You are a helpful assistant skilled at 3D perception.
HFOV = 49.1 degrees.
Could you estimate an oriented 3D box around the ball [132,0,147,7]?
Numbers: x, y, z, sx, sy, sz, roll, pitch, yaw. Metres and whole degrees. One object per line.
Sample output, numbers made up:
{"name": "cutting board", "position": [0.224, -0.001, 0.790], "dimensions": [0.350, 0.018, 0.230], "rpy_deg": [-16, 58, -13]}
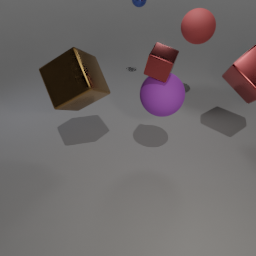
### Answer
{"name": "ball", "position": [0.522, -6.012, 13.064], "dimensions": [0.700, 0.700, 0.700], "rpy_deg": [0, 32, 0]}

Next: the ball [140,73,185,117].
{"name": "ball", "position": [1.065, -1.050, 8.725], "dimensions": [1.400, 1.400, 1.400], "rpy_deg": [0, 32, 0]}

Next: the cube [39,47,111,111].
{"name": "cube", "position": [-1.642, -1.467, 8.837], "dimensions": [1.400, 1.400, 1.400], "rpy_deg": [-25, -7, 19]}

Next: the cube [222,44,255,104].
{"name": "cube", "position": [4.291, -1.863, 9.377], "dimensions": [1.400, 1.400, 1.400], "rpy_deg": [-41, 84, 0]}

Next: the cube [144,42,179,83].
{"name": "cube", "position": [0.936, -1.847, 7.909], "dimensions": [0.700, 0.700, 0.700], "rpy_deg": [23, 50, 5]}

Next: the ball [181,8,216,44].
{"name": "ball", "position": [2.881, -4.165, 11.497], "dimensions": [1.400, 1.400, 1.400], "rpy_deg": [0, 32, 0]}
